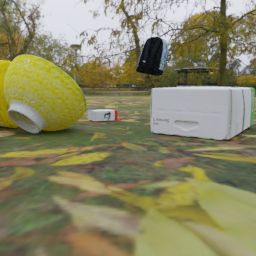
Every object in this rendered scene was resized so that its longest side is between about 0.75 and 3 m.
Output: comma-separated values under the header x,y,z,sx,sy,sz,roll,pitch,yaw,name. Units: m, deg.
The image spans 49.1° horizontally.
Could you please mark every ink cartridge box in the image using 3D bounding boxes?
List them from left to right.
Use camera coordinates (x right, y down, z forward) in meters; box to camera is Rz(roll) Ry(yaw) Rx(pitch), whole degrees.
x,y,z,sx,sy,sz,roll,pitch,yaw,name
-0.863,-0.488,10.579,1.160,0.390,0.674,-5,9,-35,ink cartridge box
2.204,-0.546,7.910,2.125,1.226,2.909,5,9,32,ink cartridge box

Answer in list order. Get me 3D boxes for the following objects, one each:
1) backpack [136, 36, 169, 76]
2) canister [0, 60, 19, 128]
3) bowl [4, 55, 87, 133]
x,y,z,sx,sy,sz,roll,pitch,yaw,name
1.097,-3.021,11.640,1.238,1.517,1.167,16,22,35,backpack
-4.548,-1.091,8.824,2.846,2.114,1.232,7,33,30,canister
-2.387,-0.613,7.387,2.325,2.325,1.251,5,52,32,bowl
